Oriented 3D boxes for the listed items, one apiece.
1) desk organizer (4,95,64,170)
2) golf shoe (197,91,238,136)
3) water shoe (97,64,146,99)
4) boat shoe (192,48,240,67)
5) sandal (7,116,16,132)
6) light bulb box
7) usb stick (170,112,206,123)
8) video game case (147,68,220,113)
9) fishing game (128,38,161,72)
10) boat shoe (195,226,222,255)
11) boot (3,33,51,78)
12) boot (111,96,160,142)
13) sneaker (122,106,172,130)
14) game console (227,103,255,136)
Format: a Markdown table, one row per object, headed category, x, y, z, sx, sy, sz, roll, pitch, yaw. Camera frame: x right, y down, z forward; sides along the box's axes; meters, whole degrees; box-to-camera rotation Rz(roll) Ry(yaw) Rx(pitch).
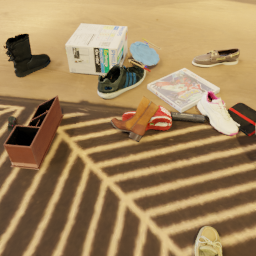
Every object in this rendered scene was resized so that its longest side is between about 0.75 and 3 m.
| category | x | y | z | sx | sy | sz | roll | pitch | yaw |
| --- | --- | --- | --- | --- | --- | --- | --- | --- | --- |
| desk organizer | -3.222 | 0.028 | 9.885 | 0.990 | 1.063 | 2.761 | 5 | 44 | 5 |
| golf shoe | 3.426 | -0.576 | 10.573 | 0.750 | 0.911 | 1.991 | -22 | 56 | -26 |
| water shoe | -0.168 | -2.282 | 12.279 | 1.011 | 1.115 | 2.827 | 29 | 51 | 27 |
| boat shoe | 4.372 | -3.534 | 13.896 | 2.374 | 0.707 | 0.853 | -4 | 44 | -5 |
| sandal | -4.456 | -0.175 | 10.710 | 0.358 | 0.228 | 0.953 | -16 | 46 | -16 |
| light bulb box | -1.410 | -3.832 | 13.593 | 2.420 | 1.511 | 2.399 | 7 | 45 | 9 |
| usb stick | 2.329 | -0.413 | 10.940 | 1.371 | 0.223 | 0.380 | 6 | 43 | 3 |
| video game case | 2.428 | -1.748 | 12.335 | 2.379 | 0.273 | 2.167 | -28 | 50 | -26 |
| fishing game | 0.761 | -3.572 | 13.617 | 1.605 | 0.348 | 2.241 | 26 | 49 | -7 |
| boat shoe | 1.958 | 3.230 | 6.854 | 0.694 | 0.599 | 1.903 | 15 | 45 | 15 |
| boot | -4.662 | -3.544 | 13.137 | 0.802 | 1.776 | 2.167 | 28 | 50 | 27 |
| boot | 0.211 | -0.484 | 10.134 | 1.427 | 1.516 | 0.519 | 34 | 12 | 31 |
| sneaker | 0.760 | -0.418 | 10.806 | 1.860 | 0.729 | 1.075 | 10 | 30 | 6 |
| game console | 4.541 | -0.374 | 10.970 | 1.291 | 0.227 | 1.459 | -31 | 51 | -21 |
